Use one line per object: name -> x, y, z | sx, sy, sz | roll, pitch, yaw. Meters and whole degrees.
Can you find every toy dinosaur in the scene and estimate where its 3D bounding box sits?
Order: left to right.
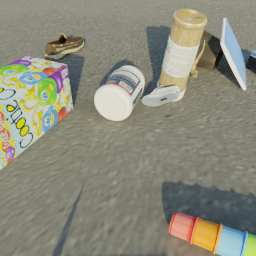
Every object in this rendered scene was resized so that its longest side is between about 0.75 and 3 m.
toy dinosaur -> 2.076, -2.008, 9.223 | 1.675, 0.847, 0.487 | -42, 66, 7

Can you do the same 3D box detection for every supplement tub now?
supplement tub -> -0.194, -1.033, 8.040 | 1.099, 1.099, 1.565 | 12, 38, 15

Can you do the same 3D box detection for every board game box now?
board game box -> -2.876, -0.557, 7.093 | 1.490, 1.463, 2.840 | 16, 39, 20

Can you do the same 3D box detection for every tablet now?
tablet -> 3.732, -2.699, 9.920 | 0.196, 1.869, 2.872 | -22, 25, 33

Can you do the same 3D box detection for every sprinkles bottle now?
sprinkles bottle -> 1.450, -1.963, 7.980 | 0.886, 2.595, 0.886 | 4, 49, -4

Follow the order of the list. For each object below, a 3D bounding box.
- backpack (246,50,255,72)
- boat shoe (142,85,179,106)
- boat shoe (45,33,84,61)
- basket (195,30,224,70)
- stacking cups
backpack -> 5.105, -2.394, 10.140 | 1.190, 0.801, 1.087 | -8, 37, -13
boat shoe -> 0.962, -1.009, 8.195 | 1.212, 0.448, 0.517 | -14, 43, 39
boat shoe -> -2.571, -3.529, 11.648 | 0.800, 0.801, 2.166 | 17, 40, 21
basket -> 2.565, -3.016, 10.472 | 1.872, 1.688, 1.273 | 28, 41, 20
stacking cups -> 1.696, 1.899, 4.626 | 2.009, 0.608, 0.608 | 14, 39, 25
